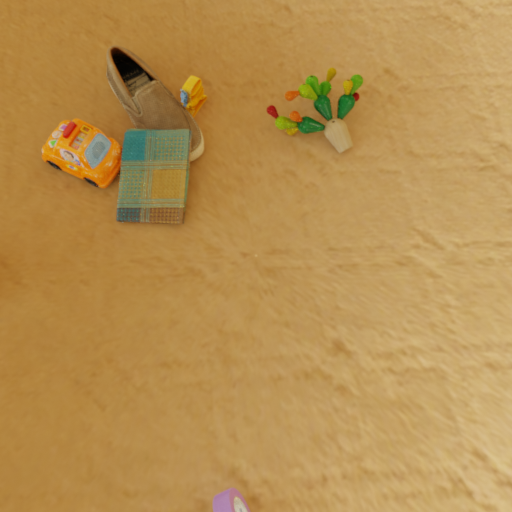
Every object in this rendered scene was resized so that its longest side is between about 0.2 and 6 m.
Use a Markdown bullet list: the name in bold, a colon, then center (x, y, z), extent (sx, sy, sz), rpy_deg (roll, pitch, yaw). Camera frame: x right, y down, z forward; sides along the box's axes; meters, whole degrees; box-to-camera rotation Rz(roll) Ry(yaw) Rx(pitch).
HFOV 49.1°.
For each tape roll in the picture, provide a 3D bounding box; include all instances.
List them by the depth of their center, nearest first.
- **tape roll**: center (-0.311, 3.927, 8.298), extent (0.289, 0.881, 0.881), rpy_deg (-27, 70, 4)

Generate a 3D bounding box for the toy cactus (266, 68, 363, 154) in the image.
- **toy cactus**: center (1.350, -2.783, 11.148), extent (1.984, 1.014, 1.637), rpy_deg (-28, 89, -14)

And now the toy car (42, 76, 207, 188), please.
- **toy car**: center (-2.636, -2.785, 10.910), extent (1.634, 1.109, 3.332), rpy_deg (42, 75, 15)

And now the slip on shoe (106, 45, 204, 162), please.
- **slip on shoe**: center (-2.072, -3.054, 11.138), extent (1.086, 0.866, 2.857), rpy_deg (-31, 71, -12)

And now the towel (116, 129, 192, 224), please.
- **towel**: center (-1.939, -1.520, 10.663), extent (1.346, 0.199, 1.835), rpy_deg (3, 82, 6)
